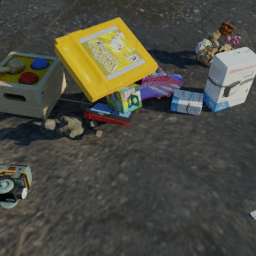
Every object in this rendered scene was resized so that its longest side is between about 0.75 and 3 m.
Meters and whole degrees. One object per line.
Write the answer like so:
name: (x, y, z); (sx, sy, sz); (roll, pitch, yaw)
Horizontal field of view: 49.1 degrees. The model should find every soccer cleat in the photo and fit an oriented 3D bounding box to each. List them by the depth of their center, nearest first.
soccer cleat: (1.049, -1.851, 11.835); (2.997, 1.146, 1.000); (-17, 46, -14)

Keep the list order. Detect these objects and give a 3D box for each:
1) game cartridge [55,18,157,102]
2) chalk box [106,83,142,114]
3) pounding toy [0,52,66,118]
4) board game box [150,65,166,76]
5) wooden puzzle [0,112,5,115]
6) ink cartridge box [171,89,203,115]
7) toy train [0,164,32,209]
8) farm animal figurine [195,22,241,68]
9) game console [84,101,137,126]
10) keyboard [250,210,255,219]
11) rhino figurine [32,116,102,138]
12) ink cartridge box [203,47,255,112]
game cartridge: (-0.793, -2.583, 10.112); (2.983, 0.484, 2.630); (-30, 77, -29)
chalk box: (-0.103, -1.145, 10.413); (0.893, 0.900, 1.442); (-26, 33, -26)
pounding toy: (-4.428, -1.926, 11.204); (2.913, 2.071, 2.682); (9, 45, 6)
board game box: (0.856, -2.615, 12.997); (1.164, 0.507, 1.578); (-20, 53, -17)
wooden puzzle: (-5.405, -0.848, 11.643); (1.435, 0.101, 0.851); (-26, 53, -23)
ink cartridge box: (2.437, -1.070, 11.574); (1.198, 0.501, 0.869); (11, 48, 10)
toy train: (-4.177, 1.725, 8.758); (2.328, 0.992, 1.326); (3, 35, 6)
farm animal figurine: (4.235, -4.012, 13.632); (2.352, 2.378, 1.240); (-43, 58, 1)
game console: (-0.615, -0.601, 10.663); (1.763, 0.309, 1.993); (9, 19, 7)
keyboard: (4.120, 2.552, 8.547); (0.812, 0.043, 0.228); (-16, 44, -15)
rhino figurine: (-2.183, -0.078, 9.933); (2.422, 0.724, 1.059); (3, 10, -37)
ink cartridge box: (4.072, -1.901, 11.179); (1.599, 2.204, 0.923); (-17, 49, -15)
